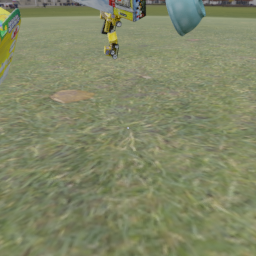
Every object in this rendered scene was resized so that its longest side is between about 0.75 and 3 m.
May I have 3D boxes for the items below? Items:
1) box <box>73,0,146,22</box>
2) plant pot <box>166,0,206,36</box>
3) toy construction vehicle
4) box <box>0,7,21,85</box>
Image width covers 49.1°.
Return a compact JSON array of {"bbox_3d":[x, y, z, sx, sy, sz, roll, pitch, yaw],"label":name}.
[{"bbox_3d":[-0.459,-2.845,5.190,1.822,1.244,0.343,32,55,31],"label":"box"},{"bbox_3d":[1.384,-2.718,6.456,0.657,0.980,0.980,-17,17,29],"label":"plant pot"},{"bbox_3d":[-0.739,-4.056,11.045,0.719,2.042,1.778,1,46,-14],"label":"toy construction vehicle"},{"bbox_3d":[-1.792,-0.916,3.654,0.334,1.380,0.810,30,53,-17],"label":"box"}]
